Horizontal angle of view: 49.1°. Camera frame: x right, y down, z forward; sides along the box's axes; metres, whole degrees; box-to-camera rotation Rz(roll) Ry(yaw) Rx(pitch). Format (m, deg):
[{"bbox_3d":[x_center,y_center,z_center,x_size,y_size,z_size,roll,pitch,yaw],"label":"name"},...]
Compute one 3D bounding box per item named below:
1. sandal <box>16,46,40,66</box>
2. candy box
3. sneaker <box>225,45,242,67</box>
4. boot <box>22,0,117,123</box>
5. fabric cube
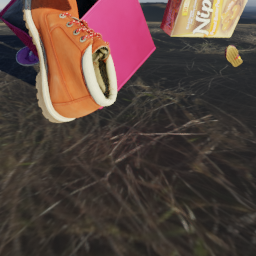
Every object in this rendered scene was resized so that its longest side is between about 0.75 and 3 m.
[{"bbox_3d":[-2.982,-2.586,9.586,1.665,0.677,0.409,-18,1,-23],"label":"sandal"},{"bbox_3d":[2.335,-3.568,8.466,2.536,1.464,0.701,-10,45,-29],"label":"candy box"},{"bbox_3d":[3.096,-2.246,8.454,1.033,0.387,0.465,29,32,-52],"label":"sneaker"},{"bbox_3d":[-0.973,-1.673,5.151,1.598,2.980,1.118,-9,2,40],"label":"boot"},{"bbox_3d":[-1.319,-2.802,8.167,2.787,2.778,2.734,36,82,31],"label":"fabric cube"}]
